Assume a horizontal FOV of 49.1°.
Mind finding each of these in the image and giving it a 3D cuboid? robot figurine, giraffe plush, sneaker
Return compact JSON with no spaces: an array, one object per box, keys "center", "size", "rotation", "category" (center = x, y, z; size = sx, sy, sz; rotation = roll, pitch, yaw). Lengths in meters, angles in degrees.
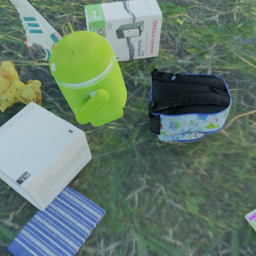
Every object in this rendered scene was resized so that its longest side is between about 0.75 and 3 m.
[{"center":[-0.936,-1.216,7.048],"size":[1.558,2.693,2.362],"rotation":[-19,52,1],"category":"robot figurine"},{"center":[-4.004,-1.425,10.525],"size":[1.572,1.673,1.939],"rotation":[4,63,-6],"category":"giraffe plush"},{"center":[-2.727,-2.827,7.966],"size":[0.956,0.720,2.045],"rotation":[-45,106,1],"category":"sneaker"}]

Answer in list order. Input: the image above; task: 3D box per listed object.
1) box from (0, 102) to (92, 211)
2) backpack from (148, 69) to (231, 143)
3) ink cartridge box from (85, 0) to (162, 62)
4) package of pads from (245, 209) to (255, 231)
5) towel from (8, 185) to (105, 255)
[{"center":[-2.831,0.806,8.731],"size":[2.358,1.541,2.345],"rotation":[29,59,24],"category":"box"},{"center":[2.072,-0.733,9.644],"size":[2.584,1.899,2.365],"rotation":[-1,48,8],"category":"backpack"},{"center":[-0.181,-4.060,11.878],"size":[2.970,2.161,1.248],"rotation":[-9,55,-7],"category":"ink cartridge box"},{"center":[3.938,2.770,8.238],"size":[0.594,0.262,0.768],"rotation":[-24,59,-14],"category":"package of pads"},{"center":[-2.023,2.974,8.140],"size":[1.752,0.289,2.419],"rotation":[27,58,20],"category":"towel"}]
